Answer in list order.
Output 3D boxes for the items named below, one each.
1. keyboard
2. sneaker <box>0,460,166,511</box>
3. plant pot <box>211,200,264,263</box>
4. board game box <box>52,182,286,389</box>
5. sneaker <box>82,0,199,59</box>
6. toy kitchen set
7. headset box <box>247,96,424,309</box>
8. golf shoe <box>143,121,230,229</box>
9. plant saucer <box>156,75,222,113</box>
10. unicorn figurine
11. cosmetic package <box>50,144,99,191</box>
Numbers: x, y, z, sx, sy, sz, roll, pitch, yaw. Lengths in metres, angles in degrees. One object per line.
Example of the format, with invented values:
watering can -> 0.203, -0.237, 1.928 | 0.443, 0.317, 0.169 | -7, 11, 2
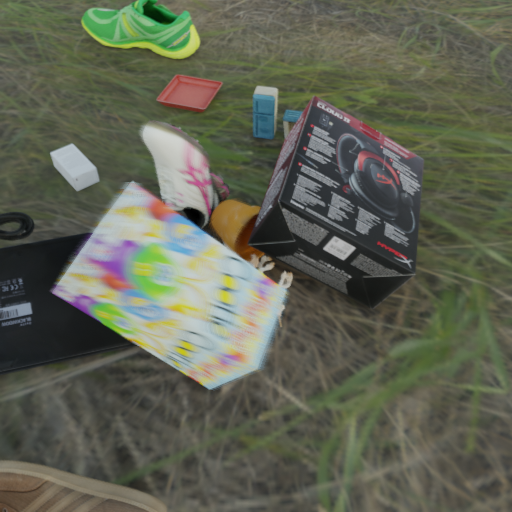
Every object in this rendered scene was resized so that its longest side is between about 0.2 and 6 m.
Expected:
keyboard -> -3.968, 0.512, 8.521 | 4.270, 0.548, 2.564 | -11, 86, -11
sneaker -> -2.360, 3.084, 6.543 | 2.498, 0.880, 0.944 | 7, 50, 7
plant pot -> -0.284, -0.520, 9.827 | 0.979, 0.979, 0.896 | -31, 46, -25
board game box -> -1.147, 0.497, 7.707 | 2.621, 1.375, 1.350 | 35, 51, -16
sneaker -> -3.023, -6.177, 14.677 | 3.307, 1.382, 1.225 | 14, 50, 14
toy kitchen set -> 0.744, -2.574, 11.586 | 1.829, 1.078, 1.465 | 9, 48, 8
headset box -> 1.501, -1.089, 9.570 | 2.409, 1.216, 3.241 | 27, 48, -10
golf shoe -> -1.241, -1.294, 9.498 | 0.841, 2.317, 1.067 | 16, 68, 34
plant saucer -> -1.564, -3.830, 13.319 | 1.225, 0.225, 1.223 | 14, 49, 11
unicorn figurine -> 0.242, 0.501, 9.005 | 1.067, 0.394, 0.733 | 38, 100, 10
cosmetic package -> -3.680, -1.801, 11.358 | 0.522, 0.366, 1.028 | -30, 54, -25
